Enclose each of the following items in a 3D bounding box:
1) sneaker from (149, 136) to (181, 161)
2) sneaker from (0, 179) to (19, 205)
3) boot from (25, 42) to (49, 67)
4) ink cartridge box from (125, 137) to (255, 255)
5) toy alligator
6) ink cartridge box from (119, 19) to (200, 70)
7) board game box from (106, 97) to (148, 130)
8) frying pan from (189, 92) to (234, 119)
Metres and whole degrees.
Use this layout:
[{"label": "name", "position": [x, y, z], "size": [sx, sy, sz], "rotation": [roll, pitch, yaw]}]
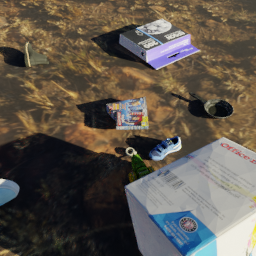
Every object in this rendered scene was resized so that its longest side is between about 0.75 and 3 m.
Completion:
[{"label": "sneaker", "position": [1.195, 0.627, 9.054], "size": [1.221, 0.502, 0.451], "rotation": [-27, 54, -21]}, {"label": "sneaker", "position": [-4.150, 2.188, 7.325], "size": [2.637, 0.975, 1.080], "rotation": [-17, 49, -1]}, {"label": "boot", "position": [-4.199, -3.376, 12.887], "size": [1.008, 0.565, 1.458], "rotation": [-7, 60, -13]}, {"label": "ink cartridge box", "position": [1.864, 2.010, 6.229], "size": [2.998, 2.168, 2.207], "rotation": [-22, 31, -20]}, {"label": "toy alligator", "position": [0.397, 1.320, 8.352], "size": [0.768, 0.557, 2.317], "rotation": [-17, 49, -16]}, {"label": "ink cartridge box", "position": [1.520, -4.143, 13.502], "size": [2.826, 0.619, 2.853], "rotation": [-28, 54, -25]}, {"label": "board game box", "position": [-0.048, -0.470, 10.116], "size": [1.483, 0.458, 1.484], "rotation": [-2, 48, 1]}, {"label": "frying pan", "position": [3.056, -0.780, 10.541], "size": [1.752, 0.285, 1.060], "rotation": [13, 47, 15]}]
